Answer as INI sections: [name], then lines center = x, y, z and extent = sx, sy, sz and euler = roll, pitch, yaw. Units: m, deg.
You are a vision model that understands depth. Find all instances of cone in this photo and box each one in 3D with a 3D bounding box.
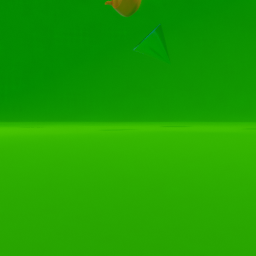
[cone]
center = 1.218, -3.048, 11.056
extent = 1.436, 1.442, 1.436
euler = -42, 12, 11

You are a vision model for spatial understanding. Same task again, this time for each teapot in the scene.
[teapot]
center = -0.142, -4.223, 9.116
extent = 0.859, 1.091, 1.754
euler = 4, 3, -31
